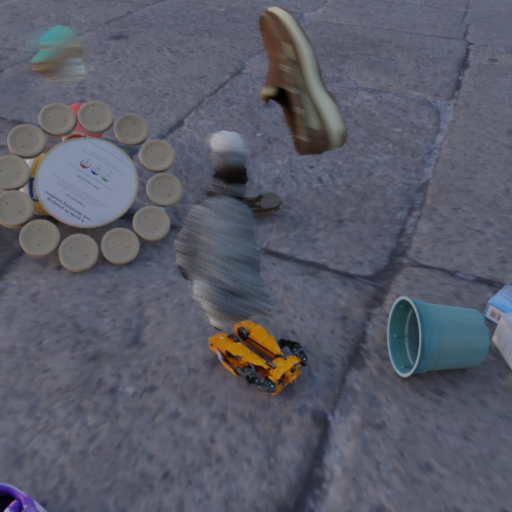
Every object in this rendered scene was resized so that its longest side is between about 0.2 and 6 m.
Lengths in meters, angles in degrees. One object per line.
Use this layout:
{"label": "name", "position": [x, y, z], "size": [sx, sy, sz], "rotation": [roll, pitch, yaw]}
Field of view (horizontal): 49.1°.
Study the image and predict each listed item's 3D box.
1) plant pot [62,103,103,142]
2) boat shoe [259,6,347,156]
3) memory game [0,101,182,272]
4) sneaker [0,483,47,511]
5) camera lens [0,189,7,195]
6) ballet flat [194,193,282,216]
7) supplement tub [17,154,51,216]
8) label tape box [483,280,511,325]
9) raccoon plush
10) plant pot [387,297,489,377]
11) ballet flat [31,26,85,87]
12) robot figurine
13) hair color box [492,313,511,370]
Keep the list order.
{"label": "plant pot", "position": [-4.657, -3.275, 14.939], "size": [1.193, 1.193, 1.055], "rotation": [-3, 50, -4]}
{"label": "boat shoe", "position": [0.617, -3.422, 10.986], "size": [1.172, 1.170, 3.167], "rotation": [-22, 77, -10]}
{"label": "memory game", "position": [-3.532, -1.539, 11.863], "size": [3.956, 0.252, 3.956], "rotation": [4, 71, -12]}
{"label": "sneaker", "position": [-2.760, 3.450, 6.846], "size": [2.063, 0.912, 0.830], "rotation": [22, 43, 22]}
{"label": "camera lens", "position": [-5.880, -1.454, 12.719], "size": [0.746, 0.933, 0.746], "rotation": [35, 28, -22]}
{"label": "ballet flat", "position": [-0.408, -1.102, 12.817], "size": [2.010, 0.466, 0.677], "rotation": [-5, 61, 3]}
{"label": "supplement tub", "position": [-4.366, -1.565, 12.556], "size": [1.916, 1.386, 1.386], "rotation": [4, 40, 4]}
{"label": "label tape box", "position": [5.000, 0.913, 10.304], "size": [1.361, 0.450, 0.975], "rotation": [-29, 48, -33]}
{"label": "raccoon plush", "position": [-0.470, -0.309, 7.535], "size": [1.257, 2.598, 1.741], "rotation": [-11, 16, -12]}
{"label": "plant pot", "position": [3.009, 1.337, 9.241], "size": [1.276, 1.303, 1.303], "rotation": [2, 39, -10]}
{"label": "ballet flat", "position": [-3.154, -3.266, 9.267], "size": [0.856, 0.793, 2.429], "rotation": [-34, 32, 6]}
{"label": "robot figurine", "position": [0.051, 1.675, 9.341], "size": [1.644, 0.479, 1.192], "rotation": [32, 49, 34]}
{"label": "hair color box", "position": [4.483, 1.635, 9.226], "size": [0.415, 0.677, 1.368], "rotation": [-6, 40, -7]}
